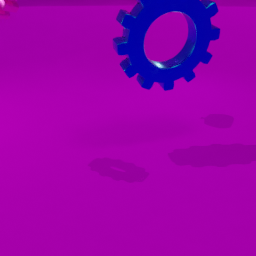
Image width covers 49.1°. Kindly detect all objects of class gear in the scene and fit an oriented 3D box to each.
[{"bbox_3d":[0.735,-1.680,5.268,1.997,1.997,0.369,-7,36,-15],"label":"gear"},{"bbox_3d":[-2.025,-2.330,4.349,1.172,1.172,0.217,20,21,35],"label":"gear"}]
